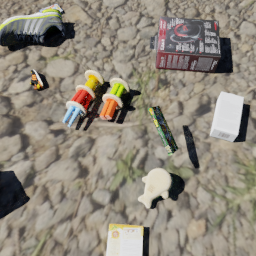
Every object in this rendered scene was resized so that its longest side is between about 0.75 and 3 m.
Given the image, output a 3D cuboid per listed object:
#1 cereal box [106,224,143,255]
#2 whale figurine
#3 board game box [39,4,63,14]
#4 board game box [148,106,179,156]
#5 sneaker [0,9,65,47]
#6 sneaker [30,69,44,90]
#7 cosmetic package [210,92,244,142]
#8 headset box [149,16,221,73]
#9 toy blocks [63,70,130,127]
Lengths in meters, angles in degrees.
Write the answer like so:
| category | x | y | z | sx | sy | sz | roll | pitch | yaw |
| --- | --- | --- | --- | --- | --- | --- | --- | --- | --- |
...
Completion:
| category | x | y | z | sx | sy | sz | roll | pitch | yaw |
| --- | --- | --- | --- | --- | --- | --- | --- | --- | --- |
| cereal box | -0.093 | 3.329 | 7.571 | 0.969 | 0.266 | 1.347 | 4 | 61 | 2 |
| whale figurine | 0.832 | 1.784 | 8.319 | 0.965 | 0.629 | 1.213 | 33 | 89 | 28 |
| board game box | -3.357 | -5.090 | 12.269 | 0.861 | 0.148 | 0.583 | -30 | 65 | -16 |
| board game box | 1.029 | 0.045 | 8.069 | 0.168 | 0.752 | 1.435 | -25 | 88 | 22 |
| sneaker | -3.796 | -3.827 | 11.118 | 2.795 | 1.033 | 1.131 | -25 | 67 | -11 |
| sneaker | -3.476 | -1.790 | 10.357 | 0.412 | 0.320 | 0.915 | -28 | 67 | -18 |
| cosmetic package | 3.340 | -0.391 | 9.450 | 0.793 | 0.557 | 1.563 | 17 | 63 | 9 |
| headset box | 2.132 | -3.233 | 10.776 | 2.573 | 0.965 | 1.913 | 5 | 61 | 3 |
| toy blocks | -1.110 | -0.819 | 9.566 | 1.785 | 0.778 | 2.142 | 19 | 63 | 11 |
